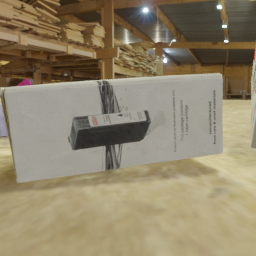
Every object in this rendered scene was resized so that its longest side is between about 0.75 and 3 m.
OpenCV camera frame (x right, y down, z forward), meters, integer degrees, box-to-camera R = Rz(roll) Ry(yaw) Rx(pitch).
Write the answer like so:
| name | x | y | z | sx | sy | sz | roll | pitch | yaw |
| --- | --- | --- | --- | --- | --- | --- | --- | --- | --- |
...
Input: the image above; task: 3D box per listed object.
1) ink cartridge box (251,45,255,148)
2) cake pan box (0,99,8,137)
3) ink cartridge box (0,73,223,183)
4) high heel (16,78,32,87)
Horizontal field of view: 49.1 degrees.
| name | x | y | z | sx | sy | sz | roll | pitch | yaw |
| --- | --- | --- | --- | --- | --- | --- | --- | --- | --- |
| ink cartridge box | 2.598 | -0.616 | 4.336 | 1.216 | 1.221 | 1.681 | 3 | 48 | 19 |
| cake pan box | -2.054 | -0.461 | 7.377 | 2.922 | 0.764 | 2.691 | -7 | 14 | -28 |
| ink cartridge box | -0.249 | -0.138 | 3.774 | 2.404 | 1.007 | 1.734 | -5 | 9 | -14 |
| high heel | -4.439 | -0.955 | 9.486 | 2.547 | 1.224 | 0.859 | -14 | 4 | -40 |
